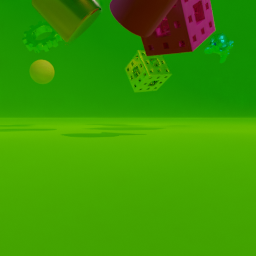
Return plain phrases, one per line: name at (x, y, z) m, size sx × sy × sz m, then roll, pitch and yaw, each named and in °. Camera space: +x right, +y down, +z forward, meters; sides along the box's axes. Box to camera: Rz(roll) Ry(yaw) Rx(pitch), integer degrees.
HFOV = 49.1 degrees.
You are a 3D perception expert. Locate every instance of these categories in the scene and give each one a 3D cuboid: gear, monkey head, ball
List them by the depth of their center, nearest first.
gear at (-2.692, -2.938, 8.923) m, size 1.288 × 1.288 × 0.238 m, roll 0°, pitch -32°, yaw 12°
monkey head at (2.996, -2.625, 9.203) m, size 0.736 × 0.879 × 1.221 m, roll 31°, pitch 58°, yaw 24°
ball at (-3.200, -2.087, 10.437) m, size 0.883 × 0.883 × 0.883 m, roll 0°, pitch 2°, yaw 0°

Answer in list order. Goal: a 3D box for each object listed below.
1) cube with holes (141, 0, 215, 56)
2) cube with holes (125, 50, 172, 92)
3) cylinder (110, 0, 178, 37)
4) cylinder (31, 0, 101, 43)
cube with holes at (1.134, -2.690, 6.828) m, size 1.319 × 1.319 × 1.319 m, roll 7°, pitch 40°, yaw 41°
cube with holes at (0.662, -1.907, 9.430) m, size 0.979 × 0.979 × 0.979 m, roll -10°, pitch -21°, yaw -34°
cylinder at (0.260, -1.971, 4.268) m, size 0.813 × 0.813 × 0.813 m, roll -2°, pitch -32°, yaw -42°
cylinder at (-1.335, -2.646, 6.151) m, size 1.084 × 1.084 × 1.084 m, roll -42°, pitch 11°, yaw 10°
